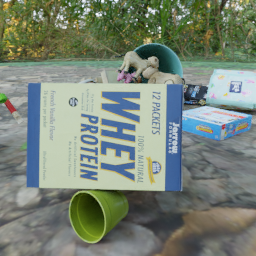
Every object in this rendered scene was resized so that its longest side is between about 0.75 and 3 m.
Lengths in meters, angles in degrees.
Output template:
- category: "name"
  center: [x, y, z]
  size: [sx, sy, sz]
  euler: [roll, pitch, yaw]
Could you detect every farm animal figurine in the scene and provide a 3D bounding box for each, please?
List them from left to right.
- category: "farm animal figurine"
  center: [1.101, -2.162, 12.083]
  size: [2.939, 1.550, 2.972]
  euler: [23, -11, 17]

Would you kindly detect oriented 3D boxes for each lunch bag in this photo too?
- category: "lunch bag"
  center: [5.128, -1.739, 13.349]
  size: [2.499, 1.789, 2.934]
  euler: [9, 27, 21]

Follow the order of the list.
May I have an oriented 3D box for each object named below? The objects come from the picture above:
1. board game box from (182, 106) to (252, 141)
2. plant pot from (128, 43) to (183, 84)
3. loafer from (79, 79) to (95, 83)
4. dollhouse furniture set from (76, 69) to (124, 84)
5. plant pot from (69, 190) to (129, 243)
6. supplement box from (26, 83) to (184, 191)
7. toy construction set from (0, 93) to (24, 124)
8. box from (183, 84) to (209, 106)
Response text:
- category: "board game box"
  center: [3.129, -0.237, 10.440]
  size: [2.009, 0.573, 2.052]
  euler: [-13, 21, -37]
- category: "plant pot"
  center: [1.095, -2.652, 14.786]
  size: [2.933, 2.933, 2.353]
  euler: [-3, -1, -10]
- category: "loafer"
  center: [-1.708, -1.192, 11.033]
  size: [0.989, 0.865, 2.751]
  euler: [-21, 1, -17]
- category: "dollhouse furniture set"
  center: [-1.337, -2.074, 15.769]
  size: [2.265, 1.716, 2.584]
  euler: [-13, -1, -36]
- category: "plant pot"
  center: [-0.435, 1.420, 4.847]
  size: [0.839, 0.839, 0.808]
  euler: [13, 10, 35]
- category: "supplement box"
  center: [-0.334, 0.147, 5.925]
  size: [2.680, 1.799, 2.677]
  euler: [1, 0, 2]
- category: "toy construction set"
  center: [-4.064, 0.154, 7.820]
  size: [2.426, 1.864, 2.023]
  euler: [-34, -11, -33]
- category: "box"
  center: [3.467, -1.823, 15.131]
  size: [1.921, 0.481, 1.935]
  euler: [8, 31, 21]
